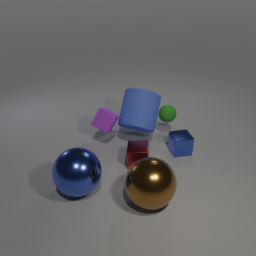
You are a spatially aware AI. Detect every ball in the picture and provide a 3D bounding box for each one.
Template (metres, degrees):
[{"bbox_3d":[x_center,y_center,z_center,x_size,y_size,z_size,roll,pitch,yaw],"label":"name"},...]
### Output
[{"bbox_3d":[1.555,-0.565,11.022,0.700,0.700,0.700,0,29,0],"label":"ball"},{"bbox_3d":[0.609,1.488,7.569,1.400,1.400,1.400,0,29,0],"label":"ball"},{"bbox_3d":[-1.444,1.246,7.970,1.400,1.400,1.400,0,29,0],"label":"ball"}]

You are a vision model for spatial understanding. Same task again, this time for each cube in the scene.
[{"bbox_3d":[1.873,0.539,9.989,0.700,0.700,0.700,-6,29,-10],"label":"cube"},{"bbox_3d":[0.340,0.889,9.280,0.700,0.700,0.700,-1,31,6],"label":"cube"},{"bbox_3d":[-0.840,-0.289,10.313,0.700,0.700,0.700,30,7,3],"label":"cube"}]

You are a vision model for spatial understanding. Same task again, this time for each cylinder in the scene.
[{"bbox_3d":[0.440,-0.646,10.578,1.400,1.400,1.400,12,-6,1],"label":"cylinder"}]
